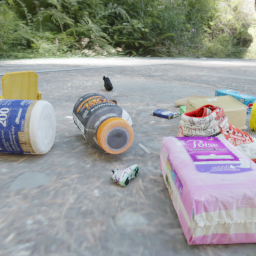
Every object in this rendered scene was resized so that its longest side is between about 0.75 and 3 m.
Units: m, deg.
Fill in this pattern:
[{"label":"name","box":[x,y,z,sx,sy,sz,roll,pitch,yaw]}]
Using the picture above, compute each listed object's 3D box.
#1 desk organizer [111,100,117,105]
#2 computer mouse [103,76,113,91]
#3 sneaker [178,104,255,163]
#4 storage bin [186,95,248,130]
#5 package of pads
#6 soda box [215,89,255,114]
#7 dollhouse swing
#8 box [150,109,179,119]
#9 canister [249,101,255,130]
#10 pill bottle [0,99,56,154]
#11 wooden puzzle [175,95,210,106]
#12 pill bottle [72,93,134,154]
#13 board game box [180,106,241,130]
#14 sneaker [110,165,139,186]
[{"label":"desk organizer","box":[-1.062,-1.075,13.470,1.060,0.408,0.380,-6,19,-17]},{"label":"computer mouse","box":[-1.520,-3.083,19.069,0.498,0.857,2.924,-23,20,-5]},{"label":"sneaker","box":[2.797,0.143,7.864,2.899,1.554,0.968,-3,18,-8]},{"label":"storage bin","box":[3.139,-0.556,10.166,1.688,0.791,1.675,-7,24,-5]},{"label":"package of pads","box":[1.729,1.087,5.736,1.735,1.089,2.879,2,18,-4]},{"label":"soda box","box":[5.229,-1.335,13.718,0.795,0.752,2.344,-5,19,-16]},{"label":"dollhouse swing","box":[-5.629,-1.983,14.013,2.068,1.818,1.879,-17,25,-40]},{"label":"box","box":[1.610,-0.628,12.460,1.111,0.180,0.673,18,25,40]},{"label":"canister","box":[6.063,-0.347,10.108,2.621,1.134,1.947,16,24,38]},{"label":"pill bottle","box":[-3.798,-0.062,8.406,2.889,1.603,1.603,2,18,5]},{"label":"wooden puzzle","box":[3.396,-1.279,14.137,1.513,0.378,1.633,10,24,38]},{"label":"pill bottle","box":[-0.777,-0.141,8.864,1.495,1.495,2.814,-7,20,-20]},{"label":"board game box","box":[3.271,-0.457,11.563,1.758,0.380,2.612,-3,19,-1]},{"label":"sneaker","box":[-0.131,1.092,6.938,0.597,0.332,0.853,10,20,27]}]
